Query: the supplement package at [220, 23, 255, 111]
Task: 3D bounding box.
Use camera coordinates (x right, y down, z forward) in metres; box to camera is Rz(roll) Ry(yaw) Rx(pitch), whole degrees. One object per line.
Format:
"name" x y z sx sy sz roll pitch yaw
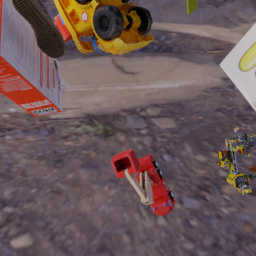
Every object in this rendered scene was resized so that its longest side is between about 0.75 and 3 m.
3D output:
"supplement package" 3.092 -1.244 5.175 1.321 1.796 1.718 -15 64 -34

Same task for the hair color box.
"hair color box" -2.339 -1.400 6.159 0.842 2.634 1.461 -11 69 9

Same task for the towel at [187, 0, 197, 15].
"towel" 2.152 -4.374 9.349 0.466 1.082 0.098 -37 53 -15

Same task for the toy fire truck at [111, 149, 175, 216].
"toy fire truck" 0.338 1.003 5.019 0.374 1.536 1.083 -24 8 21

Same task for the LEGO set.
"LEGO set" 2.734 0.602 5.351 1.755 1.017 1.350 -3 94 -5

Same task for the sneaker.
"sneaker" -1.553 -1.961 5.116 0.517 1.467 0.554 -14 55 8

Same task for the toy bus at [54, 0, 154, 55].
"toy bus" -0.800 -2.529 6.620 1.528 2.162 2.252 -28 90 -51
